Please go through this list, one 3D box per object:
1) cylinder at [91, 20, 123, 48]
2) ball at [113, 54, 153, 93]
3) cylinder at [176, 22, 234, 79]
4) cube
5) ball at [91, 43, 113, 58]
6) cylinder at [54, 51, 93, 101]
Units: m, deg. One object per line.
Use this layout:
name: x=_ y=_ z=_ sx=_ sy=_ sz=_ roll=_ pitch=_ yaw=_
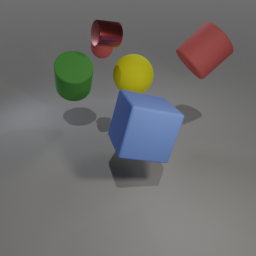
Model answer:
cylinder: x=-0.600 y=-2.646 z=7.884 sx=0.700 sy=0.700 sz=0.700 roll=-5 pitch=29 yaw=-29
ball: x=0.181 y=-1.838 z=9.699 sx=1.400 sy=1.400 sz=1.400 roll=0 pitch=30 yaw=0
cylinder: x=2.649 y=-2.665 z=9.746 sx=1.400 sy=1.400 sz=1.400 roll=-42 pitch=32 yaw=8
cube: x=0.407 y=-0.059 z=7.479 sx=1.400 sy=1.400 sz=1.400 roll=9 pitch=22 yaw=-19
ball: x=-0.816 y=-2.546 z=8.804 sx=0.700 sy=0.700 sz=0.700 roll=0 pitch=30 yaw=0
cylinder: x=-2.052 y=-1.933 z=10.583 sx=1.400 sy=1.400 sz=1.400 roll=4 pitch=67 yaw=-10
